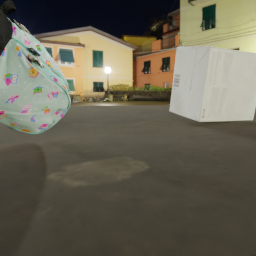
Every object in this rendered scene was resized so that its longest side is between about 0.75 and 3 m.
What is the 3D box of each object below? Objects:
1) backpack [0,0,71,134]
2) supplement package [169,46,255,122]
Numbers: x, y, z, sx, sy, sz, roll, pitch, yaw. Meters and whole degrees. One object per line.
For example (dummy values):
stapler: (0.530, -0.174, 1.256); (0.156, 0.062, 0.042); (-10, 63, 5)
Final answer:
backpack: (-2.001, -0.830, 4.821); (1.757, 1.333, 2.105); (-33, -34, 12)
supplement package: (3.028, -1.539, 9.739); (2.435, 2.329, 1.791); (-2, 16, -26)
